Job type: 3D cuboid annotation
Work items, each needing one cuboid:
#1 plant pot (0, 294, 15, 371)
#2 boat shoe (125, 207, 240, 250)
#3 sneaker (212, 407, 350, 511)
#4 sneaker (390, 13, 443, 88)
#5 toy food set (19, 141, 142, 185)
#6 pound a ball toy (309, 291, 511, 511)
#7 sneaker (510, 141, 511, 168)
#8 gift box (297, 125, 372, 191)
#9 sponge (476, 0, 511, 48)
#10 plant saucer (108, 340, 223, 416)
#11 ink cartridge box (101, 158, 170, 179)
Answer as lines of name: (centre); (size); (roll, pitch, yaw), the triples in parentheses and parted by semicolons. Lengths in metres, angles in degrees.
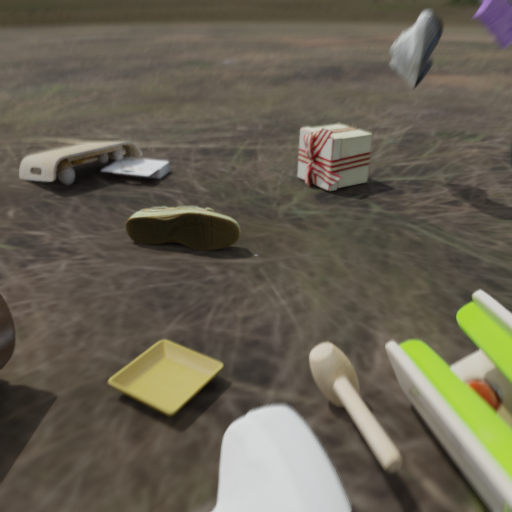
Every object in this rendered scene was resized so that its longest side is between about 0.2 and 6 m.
plant pot: (-3.348, 0.948, 5.192); (1.770, 1.770, 1.752); (9, 21, 16)
boat shoe: (-1.134, -0.511, 8.989); (1.873, 0.683, 0.589); (0, 31, 15)
sneaker: (-0.352, 2.206, 3.104); (1.955, 1.246, 3.383); (-2, 29, -11)
sneaker: (2.857, -3.808, 10.319); (0.811, 1.863, 0.694); (37, 81, 12)
toy food set: (-3.751, -1.984, 12.005); (1.540, 0.648, 2.146); (10, 25, 43)
pound a ball toy: (1.827, 1.561, 4.791); (1.799, 1.172, 2.759); (-30, 32, -2)
sneaker: (3.015, -1.688, 5.531); (0.651, 1.949, 1.044); (14, 15, 39)
gift box: (1.575, -2.034, 11.323); (1.221, 1.207, 1.308); (-14, 24, -29)
sponge: (4.175, -4.053, 9.567); (0.934, 0.521, 0.139); (29, 12, -35)
plant saucer: (-0.940, 1.316, 5.932); (0.882, 0.214, 0.882); (16, 32, 29)
ink cartridge box: (-2.555, -1.802, 11.909); (1.136, 0.247, 0.986); (8, 29, 15)
